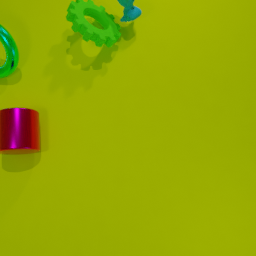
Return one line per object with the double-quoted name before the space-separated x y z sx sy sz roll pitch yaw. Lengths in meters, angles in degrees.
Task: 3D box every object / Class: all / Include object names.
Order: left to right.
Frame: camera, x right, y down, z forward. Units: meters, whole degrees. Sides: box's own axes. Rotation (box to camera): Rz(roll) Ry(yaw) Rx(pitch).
"ring" -4.186 -2.389 8.497 1.858 1.858 0.372 18 36 4
"cylinder" -3.174 0.119 8.126 1.173 1.173 1.173 -5 79 -1
"gear" -1.045 -3.288 8.738 1.747 0.323 1.747 21 48 -25
"cow figurine" -0.097 -3.998 8.720 0.709 1.272 1.292 -40 87 -16
